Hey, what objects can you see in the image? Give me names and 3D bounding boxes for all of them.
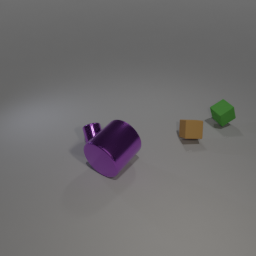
[{"bbox_3d":[-0.499,0.663,9.274,1.400,1.400,1.400,20,47,31],"label":"cylinder"},{"bbox_3d":[2.441,0.040,10.880,0.700,0.700,0.700,1,4,-10],"label":"cube"},{"bbox_3d":[3.986,-0.644,11.775,0.700,0.700,0.700,-32,43,-2],"label":"cube"},{"bbox_3d":[-1.313,0.242,10.638,0.700,0.700,0.700,-11,75,-18],"label":"cylinder"}]
